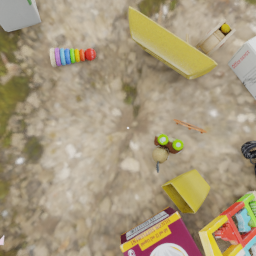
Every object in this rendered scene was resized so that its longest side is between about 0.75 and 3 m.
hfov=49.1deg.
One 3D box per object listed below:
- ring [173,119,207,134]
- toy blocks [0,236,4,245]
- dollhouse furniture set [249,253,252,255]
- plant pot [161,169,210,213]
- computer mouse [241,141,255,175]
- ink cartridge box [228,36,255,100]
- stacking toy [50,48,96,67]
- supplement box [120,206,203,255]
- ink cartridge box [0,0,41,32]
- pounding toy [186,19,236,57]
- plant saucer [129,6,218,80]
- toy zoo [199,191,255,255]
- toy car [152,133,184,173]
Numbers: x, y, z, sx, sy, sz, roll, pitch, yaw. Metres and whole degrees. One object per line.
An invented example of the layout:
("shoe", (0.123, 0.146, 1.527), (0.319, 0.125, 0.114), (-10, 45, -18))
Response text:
("ring", (1.640, -0.033, 7.451), (0.937, 0.937, 0.090), (21, 100, 3))
("toy blocks", (-3.724, 3.299, 6.389), (1.551, 1.843, 1.722), (3, 81, 6))
("dollhouse furniture set", (3.136, 3.017, 7.201), (0.461, 0.348, 0.856), (40, 83, 6))
("plant pot", (1.546, 1.572, 7.216), (0.804, 0.911, 0.911), (-37, 82, -17))
("computer mouse", (4.036, 1.400, 7.347), (1.640, 0.624, 2.368), (-13, 75, 6))
("ink cartridge box", (3.742, -1.424, 7.402), (0.815, 1.420, 1.955), (-34, 82, -5))
("stacking toy", (-1.550, -2.052, 8.010), (1.270, 0.542, 0.542), (-5, 80, -6))
("supplement box", (1.143, 3.552, 6.658), (1.564, 1.214, 2.834), (-29, 82, -6))
("ink cartridge box", (-3.497, -4.443, 7.617), (1.160, 2.009, 2.750), (-17, 81, -5))
("pounding toy", (2.172, -2.524, 7.652), (0.940, 0.936, 1.638), (47, 66, 0))
("plant saucer", (1.053, -1.955, 7.193), (2.353, 2.353, 0.570), (35, 103, 6))
("toy zoo", (2.671, 2.792, 6.599), (2.584, 0.264, 1.695), (-20, 80, -36))
("toy car", (0.967, 0.699, 7.405), (0.791, 0.823, 1.002), (20, 91, 4))
